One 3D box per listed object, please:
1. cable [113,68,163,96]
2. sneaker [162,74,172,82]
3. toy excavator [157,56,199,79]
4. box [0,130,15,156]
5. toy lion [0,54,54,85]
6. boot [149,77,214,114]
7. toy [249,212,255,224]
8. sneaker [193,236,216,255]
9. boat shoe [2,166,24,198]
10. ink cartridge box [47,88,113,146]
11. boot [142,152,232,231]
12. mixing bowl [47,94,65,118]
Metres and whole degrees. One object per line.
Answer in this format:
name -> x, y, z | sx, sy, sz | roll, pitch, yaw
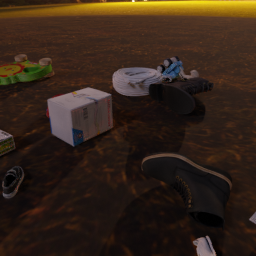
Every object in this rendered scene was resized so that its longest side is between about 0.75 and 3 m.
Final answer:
cable -> 0.464, -2.234, 13.171 | 2.370, 0.820, 2.370 | -15, 29, -28
sneaker -> 1.700, -2.509, 14.168 | 1.110, 0.416, 0.481 | 0, 33, 0
toy excavator -> 2.611, -2.885, 14.429 | 0.890, 1.781, 1.732 | -28, -6, -40
box -> -4.939, 0.328, 8.565 | 2.731, 0.474, 1.503 | 18, 33, 32
toy lion -> -5.698, -2.915, 14.587 | 2.768, 0.950, 2.653 | 12, 37, 22
boot -> 2.560, -1.594, 11.700 | 2.578, 1.025, 2.962 | -14, 28, -24
toy -> 2.995, 1.877, 5.859 | 0.954, 0.225, 0.550 | -22, 37, -39
sneaker -> 1.418, 2.305, 5.034 | 0.308, 0.292, 0.764 | -11, 23, 0
boat shoe -> -2.848, 1.235, 6.951 | 0.394, 0.355, 1.114 | -5, 28, -9
ink cartridge box -> -1.517, -0.443, 9.203 | 1.237, 1.259, 1.710 | 23, 34, 37
boot -> 1.196, 1.339, 6.264 | 2.145, 0.831, 1.484 | 10, 32, 17
mixing bowl -> -2.485, -0.877, 10.666 | 1.265, 0.685, 1.265 | 2, 28, -1
